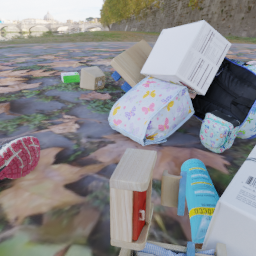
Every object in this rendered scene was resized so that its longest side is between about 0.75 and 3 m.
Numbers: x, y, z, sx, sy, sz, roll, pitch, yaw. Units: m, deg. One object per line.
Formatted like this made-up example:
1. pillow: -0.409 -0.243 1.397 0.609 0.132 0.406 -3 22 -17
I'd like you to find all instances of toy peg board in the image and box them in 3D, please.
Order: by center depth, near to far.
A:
1. toy peg board: 0.650 -1.858 11.667 2.792 1.365 2.780 46 42 -3

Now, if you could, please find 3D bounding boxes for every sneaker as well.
1. sneaker: -3.060 0.784 6.450 0.893 0.965 2.393 12 25 33

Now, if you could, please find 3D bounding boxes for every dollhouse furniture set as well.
1. dollhouse furniture set: 0.497 1.482 3.220 1.399 1.985 1.391 5 22 12

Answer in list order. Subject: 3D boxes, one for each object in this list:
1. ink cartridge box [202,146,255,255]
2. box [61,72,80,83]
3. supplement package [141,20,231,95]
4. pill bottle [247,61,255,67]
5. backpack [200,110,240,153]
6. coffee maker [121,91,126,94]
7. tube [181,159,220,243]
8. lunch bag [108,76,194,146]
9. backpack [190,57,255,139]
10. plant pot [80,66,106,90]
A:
1. ink cartridge box: 2.621 1.356 4.472 1.912 1.083 2.608 24 31 29
2. box: -3.485 -3.061 16.979 0.986 0.477 0.870 -8 24 -17
3. supplement package: 1.792 -2.268 9.293 1.299 1.825 2.343 28 0 -25
4. pill bottle: 6.622 -2.465 14.042 1.469 1.469 2.653 2 21 6
5. backpack: 2.516 0.162 7.904 0.800 1.063 0.943 -24 43 -37
6. coffee maker: 0.433 -2.497 14.146 0.986 1.465 1.407 19 28 41
7. tube: 1.484 1.422 5.542 0.837 0.545 2.161 -3 27 2
8. lunch bag: 0.662 -0.455 9.005 2.203 1.400 1.868 -40 39 -21
9. backpack: 3.519 -0.874 8.916 1.843 2.295 2.508 15 21 -25
10. plant pot: -1.825 -2.608 15.114 0.977 1.103 1.102 31 35 34
